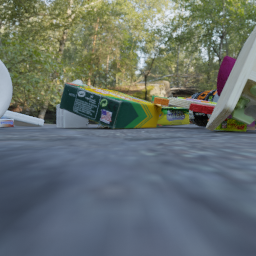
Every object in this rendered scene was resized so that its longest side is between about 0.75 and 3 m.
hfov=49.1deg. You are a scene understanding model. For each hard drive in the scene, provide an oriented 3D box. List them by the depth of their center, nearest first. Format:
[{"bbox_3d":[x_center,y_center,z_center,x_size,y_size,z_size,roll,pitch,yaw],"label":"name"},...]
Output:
[{"bbox_3d":[-4.420,-0.396,9.922,1.552,0.314,2.353,2,-9,32],"label":"hard drive"}]

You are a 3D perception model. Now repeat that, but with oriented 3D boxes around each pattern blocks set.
[{"bbox_3d":[1.866,-0.606,7.317,2.600,0.240,2.958,3,10,-33],"label":"pattern blocks set"}]

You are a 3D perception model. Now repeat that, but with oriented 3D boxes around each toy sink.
[{"bbox_3d":[1.840,-0.597,3.676,0.893,1.594,1.039,26,-13,9],"label":"toy sink"}]

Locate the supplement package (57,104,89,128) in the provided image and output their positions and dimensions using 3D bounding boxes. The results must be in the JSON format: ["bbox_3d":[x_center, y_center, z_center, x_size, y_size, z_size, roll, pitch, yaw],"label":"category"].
[{"bbox_3d":[-1.554,-0.337,7.804,0.678,0.673,0.894,0,1,-27],"label":"supplement package"}]

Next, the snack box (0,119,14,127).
[{"bbox_3d":[-4.746,-0.160,9.265,2.247,0.273,0.808,1,1,38],"label":"snack box"}]

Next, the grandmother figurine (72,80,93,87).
[{"bbox_3d":[-0.908,-0.835,8.536,1.469,0.734,2.422,46,12,32],"label":"grandmother figurine"}]

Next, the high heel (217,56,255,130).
[{"bbox_3d":[3.004,-0.636,4.796,2.820,1.356,0.951,0,1,7],"label":"high heel"}]

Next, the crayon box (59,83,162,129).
[{"bbox_3d":[-0.237,-0.520,7.010,1.591,0.637,2.506,21,11,28],"label":"crayon box"}]

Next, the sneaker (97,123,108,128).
[{"bbox_3d":[-0.583,-0.199,7.637,0.352,0.404,0.898,-1,1,-36],"label":"sneaker"}]

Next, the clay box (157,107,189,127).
[{"bbox_3d":[1.092,-0.357,9.688,1.489,0.617,2.591,0,0,-7],"label":"clay box"}]

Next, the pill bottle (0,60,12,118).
[{"bbox_3d":[-3.976,-0.791,6.111,2.866,1.639,1.639,1,1,39],"label":"pill bottle"}]

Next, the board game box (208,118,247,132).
[{"bbox_3d":[1.548,-0.050,4.442,0.387,0.182,0.762,2,1,3],"label":"board game box"}]

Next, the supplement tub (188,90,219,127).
[{"bbox_3d":[2.897,-0.655,9.527,1.265,1.265,2.064,0,1,-28],"label":"supplement tub"}]
